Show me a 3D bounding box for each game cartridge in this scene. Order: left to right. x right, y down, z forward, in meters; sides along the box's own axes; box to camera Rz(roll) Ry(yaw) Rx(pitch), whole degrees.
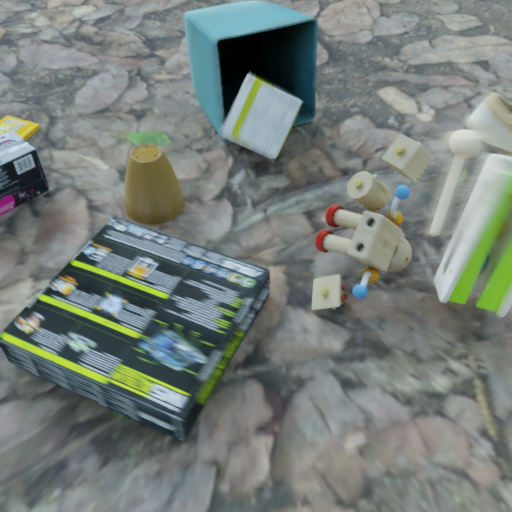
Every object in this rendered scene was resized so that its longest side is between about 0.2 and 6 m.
[{"bbox_3d":[-4.512,-2.326,10.381,0.747,0.121,0.659,16,48,17],"label":"game cartridge"}]

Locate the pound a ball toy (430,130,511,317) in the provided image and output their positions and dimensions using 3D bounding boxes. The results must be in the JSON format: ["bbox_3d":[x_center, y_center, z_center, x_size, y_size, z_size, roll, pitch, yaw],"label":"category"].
[{"bbox_3d":[2.717,-0.456,6.859,1.398,2.145,0.911,13,31,2],"label":"pound a ball toy"}]

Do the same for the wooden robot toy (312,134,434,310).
[{"bbox_3d":[1.664,-0.275,7.699,1.136,1.170,2.579,22,88,48],"label":"wooden robot toy"}]

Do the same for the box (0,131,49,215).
[{"bbox_3d":[-4.128,-1.239,8.803,0.759,0.874,1.323,35,55,29],"label":"box"}]

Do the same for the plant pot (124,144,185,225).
[{"bbox_3d":[-1.622,-1.166,8.637,0.959,1.029,0.959,0,47,0],"label":"plant pot"}]

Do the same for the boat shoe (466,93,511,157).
[{"bbox_3d":[4.677,-1.956,9.278,2.254,0.780,0.831,26,43,2],"label":"boat shoe"}]

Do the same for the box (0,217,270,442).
[{"bbox_3d":[-1.428,0.736,7.097,2.527,0.600,2.440,18,50,16],"label":"box"}]

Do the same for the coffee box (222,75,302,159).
[{"bbox_3d":[0.069,-2.258,9.278,0.978,0.989,0.988,24,6,-7],"label":"coffee box"}]

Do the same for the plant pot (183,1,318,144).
[{"bbox_3d":[-0.344,-3.743,10.637,1.888,1.887,2.672,-19,43,-18],"label":"plant pot"}]
